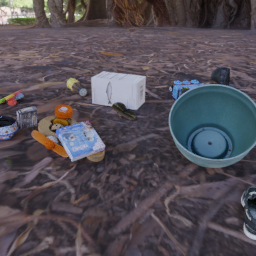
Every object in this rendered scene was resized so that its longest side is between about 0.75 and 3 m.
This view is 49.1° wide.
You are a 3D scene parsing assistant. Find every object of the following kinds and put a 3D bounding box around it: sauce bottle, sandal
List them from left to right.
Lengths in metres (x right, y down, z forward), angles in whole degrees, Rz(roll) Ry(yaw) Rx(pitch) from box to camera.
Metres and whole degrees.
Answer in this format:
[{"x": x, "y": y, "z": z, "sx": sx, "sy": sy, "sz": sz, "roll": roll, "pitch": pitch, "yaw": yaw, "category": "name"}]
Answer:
[{"x": -2.699, "y": -2.145, "z": 14.724, "sx": 0.640, "sy": 0.640, "sz": 1.979, "roll": -12, "pitch": 27, "yaw": -24, "category": "sauce bottle"}, {"x": -0.191, "y": -0.659, "z": 11.960, "sx": 0.565, "sy": 0.377, "sz": 1.383, "roll": -29, "pitch": 52, "yaw": -35, "category": "sandal"}]

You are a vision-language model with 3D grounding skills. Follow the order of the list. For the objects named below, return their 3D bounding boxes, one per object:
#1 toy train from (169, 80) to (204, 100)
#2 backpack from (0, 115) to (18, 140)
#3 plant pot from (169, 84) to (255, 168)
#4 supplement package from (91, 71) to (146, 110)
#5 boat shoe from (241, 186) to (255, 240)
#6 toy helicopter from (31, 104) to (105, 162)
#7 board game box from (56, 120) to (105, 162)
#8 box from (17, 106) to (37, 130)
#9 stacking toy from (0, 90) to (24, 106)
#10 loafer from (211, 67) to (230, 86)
[{"x": 3.032, "y": -1.914, "z": 14.157, "sx": 1.818, "sy": 0.788, "sz": 1.039, "roll": -5, "pitch": 35, "yaw": -15, "category": "toy train"}, {"x": -4.427, "y": 0.025, "z": 9.994, "sx": 0.922, "sy": 0.746, "sz": 0.968, "roll": -8, "pitch": 27, "yaw": 9, "category": "backpack"}, {"x": 2.406, "y": 0.169, "z": 8.088, "sx": 2.385, "sy": 1.598, "sz": 2.385, "roll": -5, "pitch": 59, "yaw": 8, "category": "plant pot"}, {"x": -0.428, "y": -1.784, "z": 13.154, "sx": 2.241, "sy": 1.310, "sz": 1.315, "roll": 9, "pitch": 27, "yaw": 19, "category": "supplement package"}, {"x": 2.995, "y": 1.804, "z": 6.490, "sx": 0.647, "sy": 0.516, "sz": 1.712, "roll": 7, "pitch": 26, "yaw": 14, "category": "boat shoe"}, {"x": -1.879, "y": 0.353, "z": 9.026, "sx": 2.556, "sy": 1.008, "sz": 1.690, "roll": 30, "pitch": 37, "yaw": 21, "category": "toy helicopter"}, {"x": -1.451, "y": 0.361, "z": 8.586, "sx": 1.117, "sy": 0.242, "sz": 1.112, "roll": -19, "pitch": 62, "yaw": -34, "category": "board game box"}, {"x": -3.762, "y": -0.366, "z": 10.448, "sx": 0.690, "sy": 0.871, "sz": 0.211, "roll": -20, "pitch": 56, "yaw": -33, "category": "box"}, {"x": -5.632, "y": -1.321, "z": 13.481, "sx": 1.084, "sy": 0.506, "sz": 1.197, "roll": -21, "pitch": 17, "yaw": 18, "category": "stacking toy"}, {"x": 5.289, "y": -2.911, "z": 16.039, "sx": 1.033, "sy": 1.000, "sz": 2.944, "roll": 3, "pitch": 20, "yaw": 18, "category": "loafer"}]
